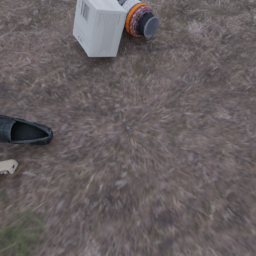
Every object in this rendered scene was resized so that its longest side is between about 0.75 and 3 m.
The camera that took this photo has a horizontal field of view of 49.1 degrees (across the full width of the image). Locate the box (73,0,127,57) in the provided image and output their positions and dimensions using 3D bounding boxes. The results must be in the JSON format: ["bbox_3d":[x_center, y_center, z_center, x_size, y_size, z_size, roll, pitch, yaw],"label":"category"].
[{"bbox_3d":[-1.094,-3.809,10.252,1.169,1.789,1.779,-9,47,-29],"label":"box"}]

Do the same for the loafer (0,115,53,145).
[{"bbox_3d":[-3.325,0.028,7.884,2.380,0.836,0.808,10,80,-15],"label":"loafer"}]

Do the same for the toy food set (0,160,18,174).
[{"bbox_3d":[-3.541,1.184,7.561,0.987,0.298,0.708,-12,16,-5],"label":"toy food set"}]

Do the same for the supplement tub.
[{"bbox_3d":[0.128,-4.554,11.368,1.300,1.300,2.430,-36,60,-23],"label":"supplement tub"}]
